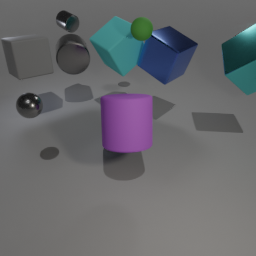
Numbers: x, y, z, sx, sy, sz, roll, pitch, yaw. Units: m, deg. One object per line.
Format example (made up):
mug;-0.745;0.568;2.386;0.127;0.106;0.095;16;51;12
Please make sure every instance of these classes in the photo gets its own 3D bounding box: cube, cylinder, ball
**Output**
cube;3.995;-2.154;8.881;1.400;1.400;1.400;28;53;-33
cube;1.447;-2.714;10.388;1.400;1.400;1.400;40;46;19
cube;-0.334;-3.132;10.754;1.400;1.400;1.400;-43;51;-6
cylinder;-2.407;-3.210;12.140;1.400;1.400;1.400;-7;33;-11
cylinder;-0.031;-0.183;7.691;1.400;1.400;1.400;-1;12;0
ball;-2.679;-0.610;7.621;0.700;0.700;0.700;0;32;0
ball;0.425;-3.056;8.656;0.700;0.700;0.700;0;32;0
cylinder;-2.481;-4.381;11.525;0.700;0.700;0.700;-28;51;-37
cube;-3.924;-2.817;10.967;1.400;1.400;1.400;-20;30;-31
